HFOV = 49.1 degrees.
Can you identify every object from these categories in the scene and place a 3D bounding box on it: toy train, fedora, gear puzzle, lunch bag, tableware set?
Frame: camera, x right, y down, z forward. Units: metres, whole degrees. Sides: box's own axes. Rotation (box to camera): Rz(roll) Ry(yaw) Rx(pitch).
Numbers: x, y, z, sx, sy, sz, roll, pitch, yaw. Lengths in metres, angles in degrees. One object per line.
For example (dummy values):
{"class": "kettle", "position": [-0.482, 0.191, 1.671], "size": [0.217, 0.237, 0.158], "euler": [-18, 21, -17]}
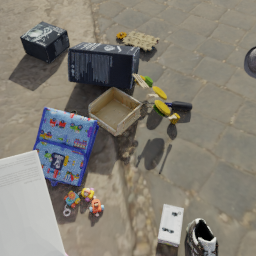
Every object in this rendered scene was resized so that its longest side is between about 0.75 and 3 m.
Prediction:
{"class": "toy train", "position": [-1.482, 2.429, 9.229], "size": [1.331, 0.370, 1.000], "euler": [-5, 52, -5]}
{"class": "fedora", "position": [3.894, -1.976, 8.149], "size": [0.886, 0.453, 1.002], "euler": [30, 80, -6]}
{"class": "gear puzzle", "position": [0.387, -4.598, 14.821], "size": [2.381, 0.312, 1.233], "euler": [22, 57, 20]}
{"class": "lunch bag", "position": [-2.311, 0.795, 9.961], "size": [1.917, 1.198, 2.547], "euler": [14, 79, 0]}
{"class": "tableware set", "position": [1.157, -1.207, 11.541], "size": [2.583, 0.396, 1.740], "euler": [52, 28, 16]}

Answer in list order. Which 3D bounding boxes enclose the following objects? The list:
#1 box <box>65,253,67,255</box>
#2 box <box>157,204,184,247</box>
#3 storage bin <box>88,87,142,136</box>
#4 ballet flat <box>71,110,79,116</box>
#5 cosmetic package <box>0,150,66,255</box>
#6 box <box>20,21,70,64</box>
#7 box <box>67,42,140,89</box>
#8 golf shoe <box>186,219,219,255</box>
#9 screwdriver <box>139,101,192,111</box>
{"class": "box", "position": [-2.127, 4.777, 6.723], "size": [2.905, 1.404, 2.555], "euler": [-36, 60, -25]}
{"class": "box", "position": [1.337, 3.037, 8.768], "size": [0.665, 0.343, 1.141], "euler": [10, 52, 8]}
{"class": "storage bin", "position": [-0.536, -0.693, 11.437], "size": [1.592, 0.746, 1.581], "euler": [34, 59, 23]}
{"class": "ballet flat", "position": [-2.507, -0.143, 11.103], "size": [0.532, 0.590, 1.568], "euler": [22, 55, 18]}
{"class": "cosmetic package", "position": [-2.066, 1.644, 5.436], "size": [1.150, 0.907, 2.138], "euler": [-13, 80, -23]}
{"class": "box", "position": [-4.137, -4.337, 14.122], "size": [1.686, 1.045, 1.658], "euler": [25, 58, 18]}
{"class": "box", "position": [-0.973, -2.782, 12.191], "size": [2.754, 1.437, 2.038], "euler": [8, 25, 7]}
{"class": "golf shoe", "position": [2.195, 3.627, 7.897], "size": [0.836, 1.016, 2.150], "euler": [-10, 54, -9]}
{"class": "screwdriver", "position": [1.302, -1.046, 11.961], "size": [2.871, 0.400, 0.418], "euler": [8, 21, 7]}
